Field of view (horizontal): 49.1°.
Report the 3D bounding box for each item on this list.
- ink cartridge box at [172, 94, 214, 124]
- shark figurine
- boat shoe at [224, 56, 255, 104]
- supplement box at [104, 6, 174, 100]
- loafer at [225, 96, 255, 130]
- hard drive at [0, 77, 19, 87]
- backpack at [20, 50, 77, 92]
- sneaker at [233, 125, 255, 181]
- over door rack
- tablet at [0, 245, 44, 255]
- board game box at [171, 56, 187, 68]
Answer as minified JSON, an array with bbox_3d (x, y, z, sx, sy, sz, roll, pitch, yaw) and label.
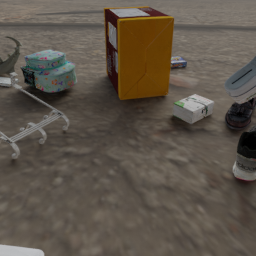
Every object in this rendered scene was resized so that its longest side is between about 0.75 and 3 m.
[{"bbox_3d":[2.035,-0.613,8.719,1.073,0.452,0.784,-24,39,-34],"label":"ink cartridge box"},{"bbox_3d":[-4.779,-2.639,11.466,0.971,2.327,1.390,56,19,12],"label":"shark figurine"},{"bbox_3d":[3.146,-1.323,6.236,2.047,0.683,0.753,-33,42,20],"label":"boat shoe"},{"bbox_3d":[0.259,-2.832,10.227,1.784,2.650,2.686,-8,32,-12],"label":"supplement box"},{"bbox_3d":[3.523,-0.680,8.620,0.759,0.665,2.112,18,36,26],"label":"loafer"},{"bbox_3d":[-4.830,-1.826,11.038,0.866,0.114,0.571,8,32,14],"label":"hard drive"},{"bbox_3d":[-2.832,-2.082,10.367,1.845,1.389,1.638,28,42,30],"label":"backpack"},{"bbox_3d":[3.054,0.366,6.643,0.730,0.866,1.980,21,40,27],"label":"sneaker"},{"bbox_3d":[-3.127,-0.353,7.734,2.493,0.830,1.842,38,44,16],"label":"over door rack"},{"bbox_3d":[-2.310,2.657,3.641,1.667,0.175,2.562,3,32,5],"label":"tablet"},{"bbox_3d":[1.924,-3.021,12.880,1.311,0.226,0.887,-7,32,-11],"label":"board game box"}]
